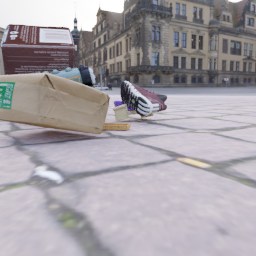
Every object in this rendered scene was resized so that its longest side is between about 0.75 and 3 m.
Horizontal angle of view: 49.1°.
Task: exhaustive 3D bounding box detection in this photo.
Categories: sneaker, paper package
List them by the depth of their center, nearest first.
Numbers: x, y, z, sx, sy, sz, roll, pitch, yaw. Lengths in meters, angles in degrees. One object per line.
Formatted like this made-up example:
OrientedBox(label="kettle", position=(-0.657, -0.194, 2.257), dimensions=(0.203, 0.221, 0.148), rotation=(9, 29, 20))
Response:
OrientedBox(label="paper package", position=(-1.927, -0.560, 6.826), dimensions=(2.129, 1.101, 2.029), rotation=(6, -4, 37))
OrientedBox(label="sneaker", position=(0.631, -1.047, 10.024), dimensions=(1.274, 0.834, 2.205), rotation=(-5, 32, -26))

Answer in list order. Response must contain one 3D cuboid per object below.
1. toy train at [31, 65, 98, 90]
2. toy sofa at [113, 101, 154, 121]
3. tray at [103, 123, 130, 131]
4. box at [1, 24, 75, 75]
OrientedBox(label="toy train", position=(-2.376, -1.186, 9.539), dimensions=(2.835, 1.616, 1.208), rotation=(-13, 29, -10))
OrientedBox(label="toy sofa", position=(0.220, -0.734, 10.578), dimensions=(0.655, 0.772, 1.582), rotation=(-10, -2, 44))
OrientedBox(label="tray", position=(-0.380, -0.037, 8.160), dimensions=(0.835, 0.155, 0.412), rotation=(1, 11, 13))
OrientedBox(label="box", position=(-3.381, -2.200, 10.937), dimensions=(2.419, 2.946, 2.444), rotation=(-3, 35, -16))
